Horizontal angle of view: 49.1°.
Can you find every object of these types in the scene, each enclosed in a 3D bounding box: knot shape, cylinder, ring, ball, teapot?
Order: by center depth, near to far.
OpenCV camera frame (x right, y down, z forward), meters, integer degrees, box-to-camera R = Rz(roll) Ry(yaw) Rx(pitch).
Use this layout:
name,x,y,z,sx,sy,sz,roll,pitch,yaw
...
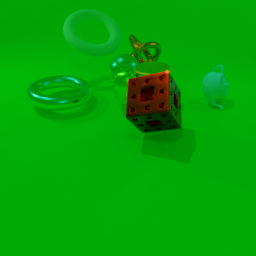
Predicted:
name,x,y,z,sx,sy,sz,roll,pitch,yaw
teapot,-0.172,-1.381,8.360,0.753,1.537,0.956,8,55,-5
teapot,2.821,-1.256,8.848,0.743,1.517,0.943,-1,-10,42
cylinder,0.778,-1.398,8.916,1.126,1.126,1.126,-2,33,1
ring,-2.163,-1.163,8.964,2.078,0.416,2.078,2,32,-1
ball,-0.120,-2.002,9.842,1.185,1.185,1.185,0,33,0
ring,-1.253,-3.412,10.016,2.086,0.417,2.086,7,62,-13
knot shape,0.673,-2.864,11.044,1.586,1.695,0.783,-15,8,-36

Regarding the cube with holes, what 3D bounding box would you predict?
name,x,y,z,sx,sy,sz,roll,pitch,yaw
cube with holes,0.675,-0.603,7.019,1.069,1.069,1.069,-7,66,24
